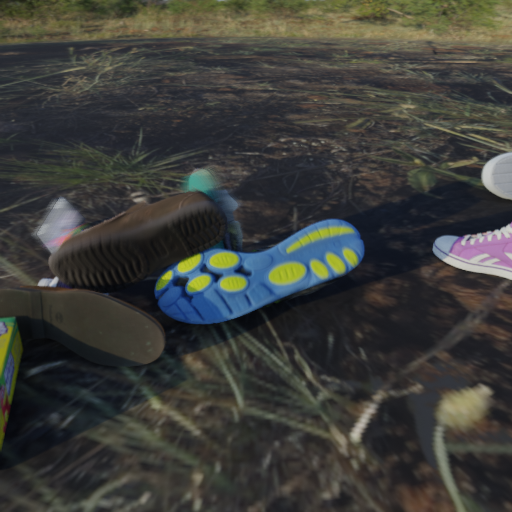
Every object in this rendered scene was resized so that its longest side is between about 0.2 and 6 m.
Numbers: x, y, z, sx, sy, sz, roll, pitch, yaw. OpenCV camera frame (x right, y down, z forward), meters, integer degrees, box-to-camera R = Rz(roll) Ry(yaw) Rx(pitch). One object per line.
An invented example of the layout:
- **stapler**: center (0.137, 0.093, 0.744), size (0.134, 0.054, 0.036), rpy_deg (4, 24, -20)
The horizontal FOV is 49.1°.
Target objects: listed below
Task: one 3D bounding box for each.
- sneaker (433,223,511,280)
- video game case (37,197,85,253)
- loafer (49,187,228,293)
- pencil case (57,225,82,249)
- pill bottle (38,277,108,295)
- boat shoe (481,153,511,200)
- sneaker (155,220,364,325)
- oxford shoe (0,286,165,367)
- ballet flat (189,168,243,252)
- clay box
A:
- **sneaker**: center (4.153, -0.306, 9.589), size (2.123, 1.210, 0.769), rpy_deg (15, 32, 29)
- **video game case**: center (-3.701, -0.545, 10.568), size (0.118, 0.891, 1.247), rpy_deg (32, 2, -43)
- **loafer**: center (-1.698, -0.243, 8.211), size (2.633, 0.961, 0.935), rpy_deg (-17, 36, 0)
- **pencil case**: center (-2.980, 0.054, 9.413), size (0.618, 0.618, 1.399), rpy_deg (-9, 36, -18)
- **pill bottle**: center (-2.806, 0.566, 8.567), size (0.960, 0.535, 0.535), rpy_deg (2, 27, 5)
- **boat shoe**: center (6.199, -1.908, 13.182), size (2.967, 1.070, 1.052), rpy_deg (-4, 16, -29)
- **sneaker**: center (0.069, 0.366, 8.532), size (3.199, 1.326, 1.134), rpy_deg (-16, 72, -3)
- **oxford shoe**: center (-2.329, 0.816, 7.753), size (2.652, 0.946, 0.945), rpy_deg (12, 12, 19)
- **ballet flat**: center (-0.574, -0.560, 9.002), size (0.704, 1.957, 0.704), rpy_deg (-9, 27, 5)
- **clay box**: center (-3.682, 1.517, 6.603), size (1.482, 0.614, 2.579), rpy_deg (-6, 28, -13)
